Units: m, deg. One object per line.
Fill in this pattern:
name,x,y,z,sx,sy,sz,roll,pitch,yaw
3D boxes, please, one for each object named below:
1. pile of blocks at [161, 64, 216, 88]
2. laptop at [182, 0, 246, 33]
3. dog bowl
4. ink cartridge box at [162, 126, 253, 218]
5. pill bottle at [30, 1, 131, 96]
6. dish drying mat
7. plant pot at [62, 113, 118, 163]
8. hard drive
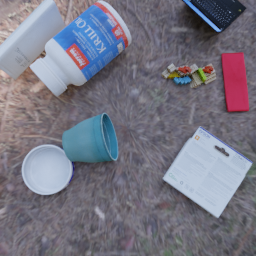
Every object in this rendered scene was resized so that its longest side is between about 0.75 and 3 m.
pile of blocks,1.842,-1.578,8.310,1.648,0.512,0.676,-2,82,0
laptop,2.577,-3.740,8.399,1.742,0.900,1.544,-44,85,-5
dog bowl,-2.235,1.172,7.934,1.374,0.541,1.374,0,82,0
ink cartridge box,2.257,1.231,8.004,1.881,0.383,1.885,36,84,4
pill bottle,-1.342,-2.148,7.895,2.677,1.503,1.503,-42,85,-5
dish drying mat,3.238,-1.389,8.468,0.698,0.165,1.817,-3,82,-1
plant pot,-1.063,0.380,7.727,1.252,1.333,1.333,-14,83,10
hard drive,-2.760,-2.451,7.925,0.301,1.489,2.257,42,84,4
